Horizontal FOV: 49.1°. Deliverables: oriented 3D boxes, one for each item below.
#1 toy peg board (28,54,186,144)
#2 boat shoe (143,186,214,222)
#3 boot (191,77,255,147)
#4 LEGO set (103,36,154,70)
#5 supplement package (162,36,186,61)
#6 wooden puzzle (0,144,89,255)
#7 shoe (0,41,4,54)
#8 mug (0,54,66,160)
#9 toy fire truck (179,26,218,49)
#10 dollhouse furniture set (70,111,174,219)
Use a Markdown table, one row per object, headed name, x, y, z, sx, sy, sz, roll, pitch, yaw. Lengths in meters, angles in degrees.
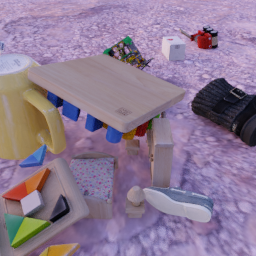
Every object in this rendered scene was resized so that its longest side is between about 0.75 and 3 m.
| name | x | y | z | sx | sy | sz | roll | pitch | yaw |
| --- | --- | --- | --- | --- | --- | --- | --- | --- | --- |
| toy peg board | -0.497 | -0.584 | 7.019 | 2.790 | 1.365 | 2.778 | 29 | 33 | 23 |
| boat shoe | 0.975 | 1.413 | 5.538 | 1.442 | 0.525 | 0.445 | 11 | 39 | 32 |
| boot | 3.697 | -0.781 | 8.465 | 3.049 | 1.147 | 2.280 | -19 | 38 | -26 |
| LEGO set | -0.024 | -2.778 | 11.828 | 1.705 | 1.285 | 2.218 | -37 | 36 | -1 |
| supplement package | 2.168 | -3.837 | 13.435 | 0.788 | 0.779 | 1.300 | -5 | 34 | -8 |
| wooden puzzle | -1.725 | 1.454 | 5.250 | 1.826 | 0.317 | 2.707 | -35 | 47 | -13 |
| shoe | -3.762 | -2.150 | 7.540 | 0.544 | 0.427 | 1.197 | 7 | -2 | -37 |
| mug | -2.612 | -0.646 | 7.233 | 2.648 | 2.174 | 2.121 | 7 | 38 | 9 |
| toy fire truck | 3.683 | -4.786 | 14.755 | 1.745 | 1.123 | 1.536 | -14 | 35 | 0 |
| dollhouse furniture set | -0.556 | 0.539 | 6.228 | 2.934 | 1.433 | 2.502 | 1 | 33 | 1 |
